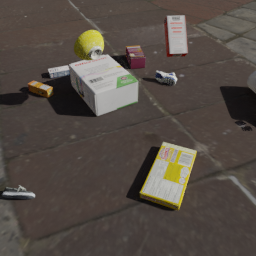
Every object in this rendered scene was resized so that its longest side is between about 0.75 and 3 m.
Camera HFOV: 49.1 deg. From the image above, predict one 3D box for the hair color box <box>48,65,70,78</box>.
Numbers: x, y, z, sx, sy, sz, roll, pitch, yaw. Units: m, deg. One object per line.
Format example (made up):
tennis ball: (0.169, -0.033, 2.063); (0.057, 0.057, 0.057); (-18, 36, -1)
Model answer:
hair color box: (-3.464, -2.826, 14.097); (1.003, 0.303, 0.501); (-14, 43, -16)

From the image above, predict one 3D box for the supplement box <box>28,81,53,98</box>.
supplement box: (-3.995, -1.780, 12.817); (1.198, 0.399, 0.412); (23, 43, 23)

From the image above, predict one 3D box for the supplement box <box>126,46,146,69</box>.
supplement box: (0.393, -3.799, 14.979); (0.804, 0.624, 1.457); (-7, 41, -8)

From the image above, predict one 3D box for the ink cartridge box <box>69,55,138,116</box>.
ink cartridge box: (-1.133, -1.999, 12.454); (2.037, 1.181, 2.814); (-21, 45, -23)

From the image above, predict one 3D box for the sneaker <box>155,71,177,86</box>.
sneaker: (1.926, -2.476, 13.639); (1.132, 0.457, 0.654); (28, 44, 19)

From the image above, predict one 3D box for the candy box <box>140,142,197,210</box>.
candy box: (1.370, 1.453, 9.112); (1.241, 0.321, 2.428); (13, 42, 19)

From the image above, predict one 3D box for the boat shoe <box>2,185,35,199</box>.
boat shoe: (-3.289, 1.949, 8.509); (1.007, 0.372, 0.344); (-2, 53, 12)

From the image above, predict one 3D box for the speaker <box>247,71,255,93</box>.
speaker: (6.116, -1.544, 11.893); (1.027, 1.027, 2.530); (-4, 35, -5)

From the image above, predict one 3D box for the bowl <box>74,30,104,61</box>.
bowl: (-1.338, -2.949, 10.455); (1.211, 1.211, 0.652); (-25, 61, -26)

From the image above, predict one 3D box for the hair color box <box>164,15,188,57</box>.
hair color box: (1.159, -2.220, 6.795); (0.471, 0.928, 0.284); (-3, -1, -6)
